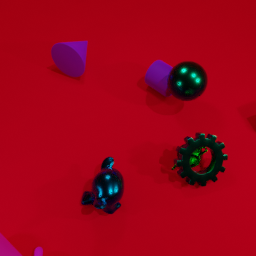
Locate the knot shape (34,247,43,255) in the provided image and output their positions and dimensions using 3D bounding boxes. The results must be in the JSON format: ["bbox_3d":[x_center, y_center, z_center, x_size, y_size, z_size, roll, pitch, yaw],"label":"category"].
[{"bbox_3d":[-1.890,3.051,5.987,0.490,1.061,0.993,-34,38,1],"label":"knot shape"}]

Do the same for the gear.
[{"bbox_3d":[1.905,0.821,7.317,1.391,0.257,1.391,-2,99,-11],"label":"gear"}]

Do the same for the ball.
[{"bbox_3d":[1.729,-1.364,8.175,1.166,1.166,1.166,0,54,0],"label":"ball"}]

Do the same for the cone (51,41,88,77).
[{"bbox_3d":[-1.739,-2.682,9.711,1.299,1.299,1.303,21,53,14],"label":"cone"}]

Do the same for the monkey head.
[{"bbox_3d":[-0.662,1.513,6.916,1.177,0.986,1.636,-5,37,9],"label":"monkey head"}]

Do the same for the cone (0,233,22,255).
[{"bbox_3d":[-2.534,2.925,6.015,1.177,1.173,1.173,21,55,-9],"label":"cone"}]

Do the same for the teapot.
[{"bbox_3d":[1.654,0.800,7.627,1.151,0.716,0.564,-33,24,29],"label":"teapot"}]

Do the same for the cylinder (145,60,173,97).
[{"bbox_3d":[1.171,-1.634,9.237,0.905,0.905,0.905,38,62,23],"label":"cylinder"}]
